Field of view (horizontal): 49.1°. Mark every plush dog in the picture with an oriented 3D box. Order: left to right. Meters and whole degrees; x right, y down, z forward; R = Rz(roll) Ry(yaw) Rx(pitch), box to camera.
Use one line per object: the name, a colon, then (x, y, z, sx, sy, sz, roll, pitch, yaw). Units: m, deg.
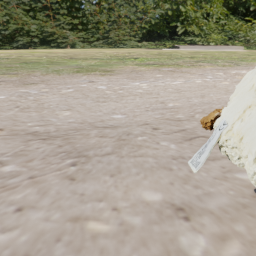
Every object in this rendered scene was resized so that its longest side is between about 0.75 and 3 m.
plush dog: (2.282, 0.256, 3.304, 2.313, 2.161, 2.693, 35, 65, -4)
